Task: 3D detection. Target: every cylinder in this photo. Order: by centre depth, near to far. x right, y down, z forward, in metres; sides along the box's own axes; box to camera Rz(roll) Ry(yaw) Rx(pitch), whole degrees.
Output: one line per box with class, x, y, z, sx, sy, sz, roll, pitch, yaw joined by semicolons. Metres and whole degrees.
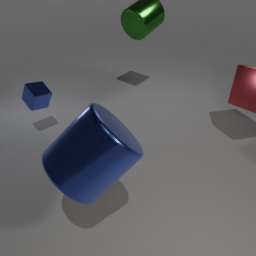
cylinder;-0.664;0.482;5.391;1.400;1.400;1.400;-44;35;10
cylinder;0.636;-4.751;12.081;1.400;1.400;1.400;25;58;34

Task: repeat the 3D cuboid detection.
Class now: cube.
cube;4.569;-1.306;9.582;1.400;1.400;1.400;2;19;-25
cube;-3.213;-1.132;9.867;0.700;0.700;0.700;-21;61;-45
